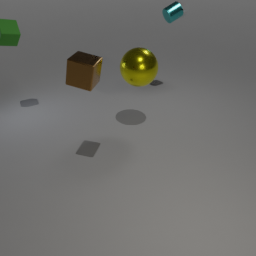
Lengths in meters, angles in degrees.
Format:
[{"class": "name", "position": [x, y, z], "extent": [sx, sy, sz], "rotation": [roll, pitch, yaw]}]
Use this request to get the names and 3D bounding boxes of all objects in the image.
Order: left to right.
[{"class": "cube", "position": [-4.553, -3.593, 10.572], "extent": [0.700, 0.700, 0.700], "rotation": [-10, 71, -37]}, {"class": "cube", "position": [-1.118, -1.460, 7.157], "extent": [0.700, 0.700, 0.700], "rotation": [17, 34, 5]}, {"class": "ball", "position": [0.400, -2.199, 10.159], "extent": [1.400, 1.400, 1.400], "rotation": [0, 30, 0]}, {"class": "cylinder", "position": [2.024, -5.215, 12.641], "extent": [0.700, 0.700, 0.700], "rotation": [-33, 36, -4]}]
